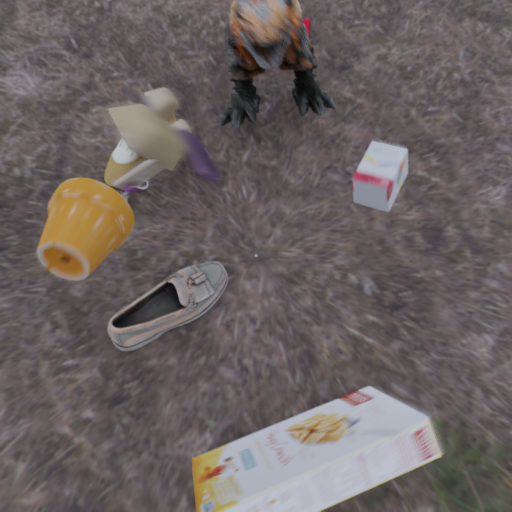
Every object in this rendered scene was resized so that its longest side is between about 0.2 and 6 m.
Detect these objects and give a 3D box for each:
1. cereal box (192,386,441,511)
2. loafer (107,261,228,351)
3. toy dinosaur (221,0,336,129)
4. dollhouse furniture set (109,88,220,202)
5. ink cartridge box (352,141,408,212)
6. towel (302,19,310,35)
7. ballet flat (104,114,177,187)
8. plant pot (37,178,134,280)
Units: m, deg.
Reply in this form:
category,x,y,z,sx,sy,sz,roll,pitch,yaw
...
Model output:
category,x,y,z,sx,sy,sz,roll,pitch,yaw
cereal box,0.579,2.435,6.764,2.685,1.932,0.531,-21,91,-9
loafer,-1.305,0.699,8.547,2.073,0.652,0.745,-34,67,-16
toy dinosaur,0.311,-3.721,9.518,1.938,2.575,3.793,4,34,22
dollhouse furniture set,-2.089,-1.753,8.751,1.729,2.436,1.930,-31,78,12
ink cartridge box,1.832,-1.177,8.249,0.574,0.576,0.793,19,65,24
towel,0.370,-4.629,11.663,1.484,0.167,1.073,8,61,4
ballet flat,-2.137,-2.044,10.041,0.636,0.584,1.852,26,65,21
plant pot,-2.253,-0.269,7.164,1.086,1.086,0.994,11,48,6
